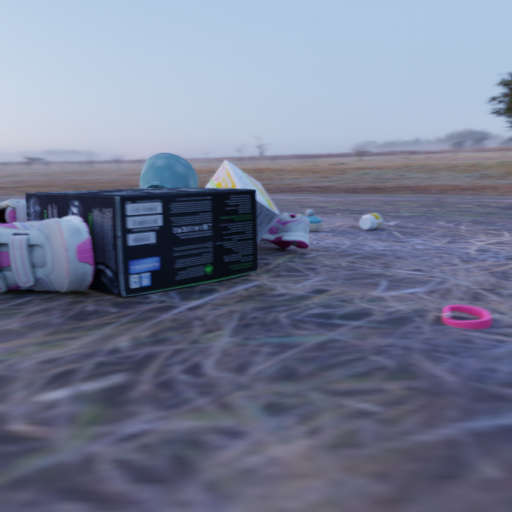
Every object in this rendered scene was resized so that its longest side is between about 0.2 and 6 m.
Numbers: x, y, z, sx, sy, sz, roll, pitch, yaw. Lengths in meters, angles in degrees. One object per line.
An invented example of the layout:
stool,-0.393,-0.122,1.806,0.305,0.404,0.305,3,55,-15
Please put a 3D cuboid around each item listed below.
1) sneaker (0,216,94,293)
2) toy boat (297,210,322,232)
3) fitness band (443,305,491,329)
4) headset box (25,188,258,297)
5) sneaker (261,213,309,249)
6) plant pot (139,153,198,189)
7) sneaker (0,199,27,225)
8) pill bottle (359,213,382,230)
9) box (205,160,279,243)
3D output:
sneaker,-3.029,0.055,7.153,2.475,1.007,1.092,-4,5,38
toy boat,1.388,-0.980,15.605,1.008,0.557,1.200,2,9,18
fitness band,2.177,0.626,5.792,0.458,0.119,0.638,2,9,15
headset box,-1.800,-0.364,8.508,2.809,1.303,2.446,7,11,43
sneaker,0.611,-0.534,11.398,0.605,0.656,1.487,25,-11,-36
plant pot,-1.716,-1.265,10.505,1.113,1.113,0.746,2,41,12
sneaker,-5.892,-1.016,14.645,2.569,1.045,1.133,-7,8,11
pill bottle,3.226,-0.956,15.816,0.454,0.454,0.805,5,11,32
box,-0.392,-1.019,11.199,0.938,1.041,1.850,31,15,-25
